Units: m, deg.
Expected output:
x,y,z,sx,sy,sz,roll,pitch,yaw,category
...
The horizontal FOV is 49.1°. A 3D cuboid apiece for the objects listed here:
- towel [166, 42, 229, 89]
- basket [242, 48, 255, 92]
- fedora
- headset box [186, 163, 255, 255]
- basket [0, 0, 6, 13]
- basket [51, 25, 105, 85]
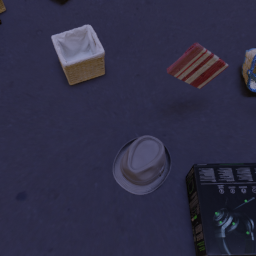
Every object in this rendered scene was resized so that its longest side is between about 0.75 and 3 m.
x,y,z,sx,sy,sz,roll,pitch,yaw,category
1.890,-1.631,7.555,1.498,1.079,0.170,16,47,-39,towel
4.742,-1.785,8.903,1.861,1.468,2.111,-2,27,-1,basket
0.428,0.904,7.959,1.606,0.820,1.816,39,68,19,fedora
2.707,2.161,7.102,2.058,1.097,2.364,-2,61,-2,headset box
-5.605,-5.200,11.381,0.773,0.703,1.140,-34,65,-17,basket
-1.646,-2.494,9.622,1.462,1.175,1.448,-21,63,-10,basket
